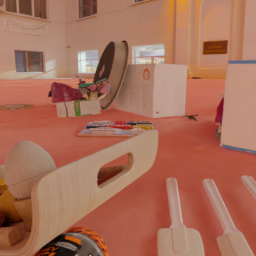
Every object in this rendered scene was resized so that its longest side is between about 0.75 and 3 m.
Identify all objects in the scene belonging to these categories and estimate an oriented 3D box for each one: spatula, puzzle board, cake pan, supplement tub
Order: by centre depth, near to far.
[{"bbox_3d":[-0.466,1.057,1.818,0.528,0.528,0.862,3,13,16],"label":"supplement tub"},{"bbox_3d":[1.094,0.991,3.125,1.510,0.174,2.172,-4,11,8],"label":"spatula"},{"bbox_3d":[-0.241,-0.005,7.681,1.992,0.173,1.501,0,12,2],"label":"puzzle board"},{"bbox_3d":[-0.789,-2.154,11.129,0.527,2.876,2.876,15,6,-21],"label":"cake pan"}]

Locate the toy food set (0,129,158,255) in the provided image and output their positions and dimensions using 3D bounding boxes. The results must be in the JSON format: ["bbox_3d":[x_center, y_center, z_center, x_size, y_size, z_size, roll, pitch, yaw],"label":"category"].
[{"bbox_3d":[-1.066,0.496,2.843,2.397,0.724,1.720,-12,4,30],"label":"toy food set"}]

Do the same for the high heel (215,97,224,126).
[{"bbox_3d":[2.864,-0.532,8.175,0.691,0.984,2.051,5,13,24],"label":"high heel"}]

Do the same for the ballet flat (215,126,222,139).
[{"bbox_3d":[2.325,0.084,7.029,0.280,0.280,0.779,2,12,12],"label":"ballet flat"}]

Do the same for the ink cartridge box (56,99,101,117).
[{"bbox_3d":[-1.719,-0.687,9.651,1.267,0.526,0.929,0,8,39],"label":"ink cartridge box"}]

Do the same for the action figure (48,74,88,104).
[{"bbox_3d":[-2.400,-1.395,12.766,2.324,1.557,1.731,5,-25,-8],"label":"action figure"}]

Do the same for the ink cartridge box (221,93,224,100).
[{"bbox_3d":[4.819,-1.059,11.338,1.646,0.694,1.203,-4,13,-16],"label":"ink cartridge box"}]

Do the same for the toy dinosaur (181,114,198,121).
[{"bbox_3d":[2.144,-0.374,9.437,0.337,0.182,0.766,-13,13,-24],"label":"toy dinosaur"}]

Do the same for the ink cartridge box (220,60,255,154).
[{"bbox_3d":[3.634,-0.572,6.234,1.900,1.851,2.957,11,16,41],"label":"ink cartridge box"}]

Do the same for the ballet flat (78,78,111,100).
[{"bbox_3d":[-1.198,-1.312,9.893,0.655,0.674,1.894,-22,15,-34],"label":"ballet flat"}]

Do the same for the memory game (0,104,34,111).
[{"bbox_3d":[-4.880,-0.900,12.047,1.583,0.101,1.583,1,12,0],"label":"memory game"}]

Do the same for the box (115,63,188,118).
[{"bbox_3d":[0.745,-1.488,10.603,1.411,1.800,2.894,-5,13,-28],"label":"box"}]
